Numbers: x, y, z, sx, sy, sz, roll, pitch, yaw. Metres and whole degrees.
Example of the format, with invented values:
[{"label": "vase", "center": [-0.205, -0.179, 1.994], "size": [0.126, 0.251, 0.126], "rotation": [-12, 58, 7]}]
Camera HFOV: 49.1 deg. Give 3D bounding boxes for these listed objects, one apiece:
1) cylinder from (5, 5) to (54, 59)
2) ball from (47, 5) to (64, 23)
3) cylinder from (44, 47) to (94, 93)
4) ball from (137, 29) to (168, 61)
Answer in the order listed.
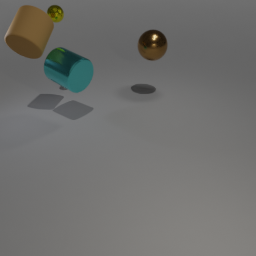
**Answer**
[{"label": "cylinder", "center": [-3.698, -3.595, 10.579], "size": [1.400, 1.400, 1.400], "rotation": [9, 69, 16]}, {"label": "ball", "center": [-3.049, -4.805, 11.787], "size": [0.700, 0.700, 0.700], "rotation": [0, 29, 0]}, {"label": "cylinder", "center": [-2.320, -2.284, 11.029], "size": [1.400, 1.400, 1.400], "rotation": [29, 39, 25]}, {"label": "ball", "center": [1.140, -3.834, 13.001], "size": [1.400, 1.400, 1.400], "rotation": [0, 29, 0]}]
